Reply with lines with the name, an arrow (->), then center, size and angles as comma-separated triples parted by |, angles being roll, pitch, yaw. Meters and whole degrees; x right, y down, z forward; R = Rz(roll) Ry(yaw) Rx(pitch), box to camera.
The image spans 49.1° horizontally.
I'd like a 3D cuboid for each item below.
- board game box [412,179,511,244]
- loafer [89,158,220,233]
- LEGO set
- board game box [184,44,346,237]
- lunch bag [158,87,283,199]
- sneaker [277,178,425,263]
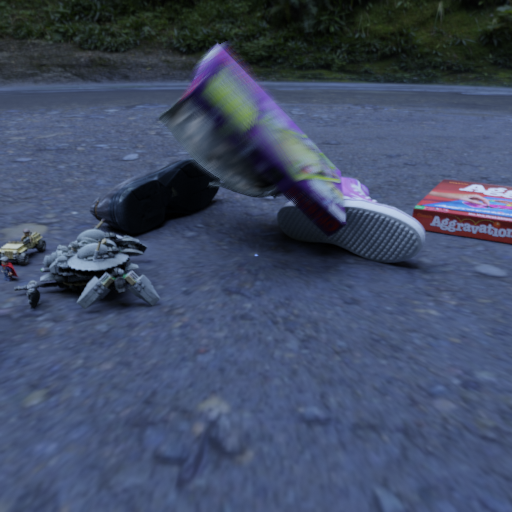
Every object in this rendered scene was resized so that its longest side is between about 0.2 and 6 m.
board game box -> 5.924, -0.688, 10.724 | 5.196, 0.505, 2.675 | 11, 23, 27
loafer -> -1.989, -1.391, 11.682 | 1.178, 1.186, 3.259 | 9, 21, 33
LEGO set -> -2.846, -0.059, 8.467 | 3.350, 0.950, 2.176 | 6, 22, 14
board game box -> 0.256, -1.760, 8.544 | 0.480, 2.969, 1.782 | -35, 26, 31
lunch bag -> -0.316, -1.914, 10.178 | 2.367, 1.392, 1.941 | 48, 14, 3
sneaker -> 1.894, -0.840, 9.913 | 2.812, 1.019, 1.603 | 18, 42, 38
